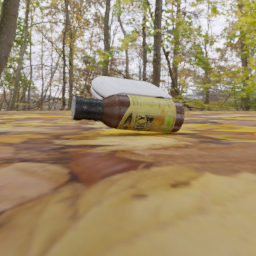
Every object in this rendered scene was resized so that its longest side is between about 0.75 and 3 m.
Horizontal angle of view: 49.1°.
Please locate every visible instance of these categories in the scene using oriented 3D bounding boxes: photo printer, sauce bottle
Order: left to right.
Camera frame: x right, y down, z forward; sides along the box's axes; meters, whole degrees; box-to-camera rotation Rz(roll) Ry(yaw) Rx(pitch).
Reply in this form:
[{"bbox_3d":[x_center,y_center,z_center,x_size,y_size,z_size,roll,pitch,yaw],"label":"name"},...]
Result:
[{"bbox_3d":[0.005,-1.288,11.168,2.837,0.985,2.360,2,24,-29],"label":"photo printer"},{"bbox_3d":[0.012,-0.296,5.554,2.220,0.718,0.718,3,3,-19],"label":"sauce bottle"}]

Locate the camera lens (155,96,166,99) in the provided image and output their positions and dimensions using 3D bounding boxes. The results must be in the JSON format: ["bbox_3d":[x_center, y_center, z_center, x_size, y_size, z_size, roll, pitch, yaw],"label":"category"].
[{"bbox_3d":[1.094,-0.600,9.278,0.648,0.648,0.810,3,-35,38],"label":"camera lens"}]
